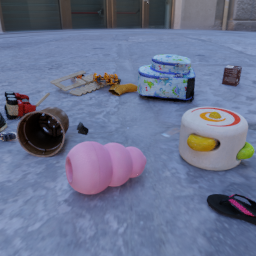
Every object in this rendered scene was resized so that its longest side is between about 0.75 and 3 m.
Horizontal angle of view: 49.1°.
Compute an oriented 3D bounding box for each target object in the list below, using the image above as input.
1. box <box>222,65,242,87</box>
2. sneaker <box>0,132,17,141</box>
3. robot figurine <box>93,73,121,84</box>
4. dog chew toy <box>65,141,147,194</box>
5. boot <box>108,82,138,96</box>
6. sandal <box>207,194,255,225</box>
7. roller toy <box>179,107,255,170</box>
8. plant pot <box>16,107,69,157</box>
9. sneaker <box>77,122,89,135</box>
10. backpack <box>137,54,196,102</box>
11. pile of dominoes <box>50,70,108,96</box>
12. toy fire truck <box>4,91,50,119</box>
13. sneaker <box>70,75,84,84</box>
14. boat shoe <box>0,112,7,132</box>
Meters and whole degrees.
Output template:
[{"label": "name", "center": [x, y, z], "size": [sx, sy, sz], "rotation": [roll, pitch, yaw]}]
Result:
[{"label": "box", "center": [6.294, -3.178, 16.951], "size": [0.864, 1.052, 0.873], "rotation": [16, 30, 30]}, {"label": "sneaker", "center": [-4.474, 0.333, 10.348], "size": [0.790, 0.310, 0.314], "rotation": [-2, 18, 23]}, {"label": "robot figurine", "center": [-1.225, -2.824, 15.889], "size": [1.390, 0.558, 1.918], "rotation": [-8, 17, -27]}, {"label": "dog chew toy", "center": [-0.522, 1.019, 7.746], "size": [2.267, 1.411, 1.411], "rotation": [-5, 25, -26]}, {"label": "boot", "center": [-0.236, -2.052, 15.353], "size": [1.489, 0.524, 1.066], "rotation": [14, 40, 13]}, {"label": "sandal", "center": [2.894, 1.932, 6.771], "size": [1.927, 0.434, 0.724], "rotation": [16, 29, 30]}, {"label": "roller toy", "center": [2.696, 0.222, 9.068], "size": [2.265, 1.583, 2.067], "rotation": [-6, 26, -13]}, {"label": "plant pot", "center": [-2.815, 0.004, 9.810], "size": [1.579, 1.579, 1.563], "rotation": [1, 17, 1]}, {"label": "sneaker", "center": [-1.521, 0.032, 9.538], "size": [0.372, 0.311, 0.820], "rotation": [20, -15, 3]}, {"label": "backpack", "center": [1.986, -2.720, 14.686], "size": [2.925, 2.149, 2.676], "rotation": [3, 24, 9]}, {"label": "pile of dominoes", "center": [-2.741, -2.478, 16.251], "size": [2.146, 0.438, 2.754], "rotation": [32, 41, 25]}, {"label": "toy fire truck", "center": [-4.623, -1.193, 12.840], "size": [1.830, 1.177, 1.611], "rotation": [-1, 22, -29]}, {"label": "sneaker", "center": [-3.064, -3.150, 17.454], "size": [0.846, 0.586, 1.511], "rotation": [-11, 27, -20]}, {"label": "boat shoe", "center": [-5.440, 0.003, 10.516], "size": [0.844, 0.748, 2.257], "rotation": [9, 27, 18]}]
